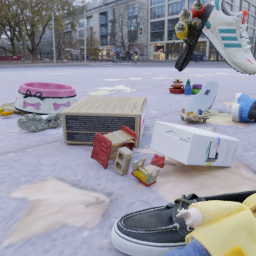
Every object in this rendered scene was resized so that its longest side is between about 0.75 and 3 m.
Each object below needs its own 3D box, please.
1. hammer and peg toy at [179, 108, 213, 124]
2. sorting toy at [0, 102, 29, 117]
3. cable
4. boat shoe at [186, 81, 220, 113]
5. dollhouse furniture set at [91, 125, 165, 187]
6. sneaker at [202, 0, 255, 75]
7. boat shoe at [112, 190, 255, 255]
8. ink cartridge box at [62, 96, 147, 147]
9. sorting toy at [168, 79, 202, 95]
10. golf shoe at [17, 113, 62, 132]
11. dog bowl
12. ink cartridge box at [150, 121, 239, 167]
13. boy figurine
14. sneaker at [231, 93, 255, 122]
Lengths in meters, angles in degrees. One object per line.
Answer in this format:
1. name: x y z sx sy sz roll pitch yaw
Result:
1. hammer and peg toy: 2.650 -0.423 10.895 0.998 0.479 1.357 0 15 -7
2. sorting toy: -4.920 -0.835 12.796 1.797 0.323 2.412 15 21 32
3. cable: 1.947 -2.960 8.982 0.743 1.433 2.951 37 -9 10
4. boat shoe: 3.351 -1.141 12.660 0.967 0.895 2.620 19 47 22
5. dollhouse furniture set: 0.080 0.730 6.615 0.995 0.752 1.848 -15 38 -44
6. sneaker: 3.603 -3.128 9.389 1.014 2.880 1.347 -31 -9 -48
7. boat shoe: 1.013 1.308 4.122 2.517 0.713 0.864 -2 15 -6
8. ink cartridge box: -0.623 -0.334 9.396 2.357 1.074 2.861 3 16 7
9. sorting toy: 3.915 -2.760 18.323 2.488 1.021 1.495 2 15 7
10. golf shoe: -3.213 -0.175 10.088 1.631 0.639 0.793 -5 -2 -37
11. dog bowl: -3.680 -1.434 12.910 2.926 1.079 2.926 5 15 -1
12. ink cartridge box: 1.579 0.389 6.686 1.727 0.725 1.251 8 8 -38
13. boy figurine: 1.173 1.396 3.030 2.243 0.723 1.394 -21 69 -28
14. sneaker: 5.128 -0.886 11.595 1.358 0.937 2.440 1 18 27
